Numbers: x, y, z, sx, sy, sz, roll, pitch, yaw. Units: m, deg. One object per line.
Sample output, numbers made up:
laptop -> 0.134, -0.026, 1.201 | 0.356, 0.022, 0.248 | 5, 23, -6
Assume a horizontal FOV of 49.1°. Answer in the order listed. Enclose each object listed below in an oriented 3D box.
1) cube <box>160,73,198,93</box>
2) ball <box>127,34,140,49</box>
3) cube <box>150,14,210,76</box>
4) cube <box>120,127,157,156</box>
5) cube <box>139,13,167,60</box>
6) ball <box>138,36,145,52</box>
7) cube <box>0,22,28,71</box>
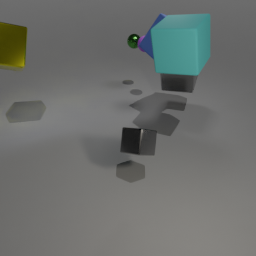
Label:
cube -> 2.256, -2.538, 12.201 | 1.400, 1.400, 1.400 | 8, 46, 19
ball -> 0.306, -4.250, 13.728 | 0.700, 0.700, 0.700 | 0, 31, 0
cube -> 1.665, -2.586, 8.635 | 1.400, 1.400, 1.400 | 10, 40, 28
cube -> 0.291, 0.372, 7.699 | 0.700, 0.700, 0.700 | 4, -2, 42
cube -> 1.568, -3.186, 10.509 | 1.400, 1.400, 1.400 | 47, 29, 16
ball -> 0.769, -3.671, 12.241 | 0.700, 0.700, 0.700 | 0, 31, 0
cube -> -4.388, -2.851, 9.915 | 1.400, 1.400, 1.400 | 3, 4, -24
